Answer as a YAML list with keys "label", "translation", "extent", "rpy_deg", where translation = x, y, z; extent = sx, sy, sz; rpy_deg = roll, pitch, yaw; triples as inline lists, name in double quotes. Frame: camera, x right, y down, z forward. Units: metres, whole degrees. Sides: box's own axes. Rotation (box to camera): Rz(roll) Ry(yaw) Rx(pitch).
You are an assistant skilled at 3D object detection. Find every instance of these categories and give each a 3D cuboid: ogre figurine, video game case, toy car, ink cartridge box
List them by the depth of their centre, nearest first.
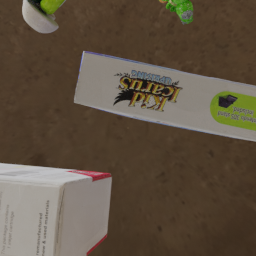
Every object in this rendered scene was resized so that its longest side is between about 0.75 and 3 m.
- label: "ink cartridge box"
  translation: [-1.922, 1.231, 4.416]
  extent: [2.901, 2.141, 1.242]
  rpy_deg: [1, 85, 13]
- label: "video game case"
  translation: [0.732, -0.372, 4.703]
  extent: [2.703, 2.982, 0.678]
  rpy_deg: [12, 92, 0]
- label: "ogre figurine"
  translation: [0.903, -2.622, 5.183]
  extent: [0.736, 1.500, 0.899]
  rpy_deg: [-3, 31, 7]
- label: "toy car"
  translation: [-1.624, -2.887, 5.438]
  extent: [1.585, 1.358, 1.811]
  rpy_deg: [-44, 35, 12]
